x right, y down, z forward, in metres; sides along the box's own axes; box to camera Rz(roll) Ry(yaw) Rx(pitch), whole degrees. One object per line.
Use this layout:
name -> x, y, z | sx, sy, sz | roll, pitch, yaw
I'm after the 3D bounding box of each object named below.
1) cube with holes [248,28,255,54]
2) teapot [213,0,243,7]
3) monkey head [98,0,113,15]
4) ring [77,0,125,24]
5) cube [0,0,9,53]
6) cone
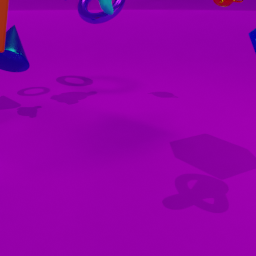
cube with holes -> 2.814, -1.298, 4.282 | 1.096, 1.096, 1.096 | -16, -6, -19
teapot -> 2.495, -3.492, 7.381 | 1.089, 0.533, 0.677 | 21, -7, 19
monkey head -> -0.340, -3.543, 6.907 | 1.070, 1.277, 1.775 | -21, -19, 19
ring -> -0.879, -4.096, 9.162 | 1.654, 0.331, 1.654 | -7, 65, 15
cube -> -3.185, -2.373, 5.652 | 1.185, 1.185, 1.185 | -3, 39, -34
cone -> -3.200, -2.327, 7.635 | 1.173, 1.177, 1.173 | 3, -18, 1
